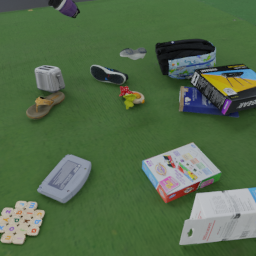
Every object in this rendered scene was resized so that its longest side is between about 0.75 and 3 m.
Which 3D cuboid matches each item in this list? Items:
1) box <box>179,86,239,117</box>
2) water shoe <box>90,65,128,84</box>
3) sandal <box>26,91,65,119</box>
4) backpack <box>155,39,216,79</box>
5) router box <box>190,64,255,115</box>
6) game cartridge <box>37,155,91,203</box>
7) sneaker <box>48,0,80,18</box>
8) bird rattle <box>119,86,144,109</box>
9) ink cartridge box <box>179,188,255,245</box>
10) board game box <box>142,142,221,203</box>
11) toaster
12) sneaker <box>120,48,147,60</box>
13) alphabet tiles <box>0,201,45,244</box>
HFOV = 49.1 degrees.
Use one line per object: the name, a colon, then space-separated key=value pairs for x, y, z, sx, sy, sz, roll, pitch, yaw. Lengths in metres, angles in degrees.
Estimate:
box: x=3.335 y=-1.108 z=11.581 sx=2.372 sy=0.384 sz=1.437 roll=7 pitch=41 yaw=6
water shoe: x=-0.882 y=-2.467 z=13.071 sx=1.850 sy=0.661 sz=0.730 roll=23 pitch=26 yaw=17
sandal: x=-3.358 y=-1.054 z=11.375 sx=0.804 sy=0.540 sz=2.001 roll=23 pitch=45 yaw=22
backpack: x=2.767 y=-3.274 z=13.119 sx=2.635 sy=2.026 sz=2.150 roll=-18 pitch=35 yaw=10
router box: x=4.355 y=-1.691 z=11.472 sx=2.896 sy=0.739 sz=2.160 roll=-13 pitch=49 yaw=-29
game cartridge: x=-1.858 y=1.533 z=8.616 sx=1.063 sy=0.326 sz=1.597 roll=15 pitch=43 yaw=22
sneaker: x=-2.464 y=-4.762 z=10.908 sx=0.932 sy=0.806 sz=2.128 roll=28 pitch=21 yaw=-37
bird rattle: x=0.166 y=-1.284 z=11.788 sx=1.016 sy=0.702 sz=1.246 roll=4 pitch=27 yaw=-13
ink cartridge box: x=2.344 y=2.231 z=7.060 sx=2.190 sy=1.270 sz=0.743 roll=-4 pitch=41 yaw=-5
board game box: x=1.642 y=1.324 z=8.760 sx=1.955 sy=0.394 sz=1.496 roll=-17 pitch=44 yaw=-19
toaster: x=-3.458 y=-2.153 z=12.200 sx=1.458 sy=0.942 sz=0.829 roll=16 pitch=34 yaw=32
sneaker: x=0.188 y=-2.686 z=10.335 sx=0.996 sy=0.434 sz=0.371 roll=-3 pitch=60 yaw=-11
alphabet tiles: x=-2.930 y=2.538 z=7.606 sx=1.201 sy=0.090 sz=1.228 roll=2 pitch=41 yaw=4
